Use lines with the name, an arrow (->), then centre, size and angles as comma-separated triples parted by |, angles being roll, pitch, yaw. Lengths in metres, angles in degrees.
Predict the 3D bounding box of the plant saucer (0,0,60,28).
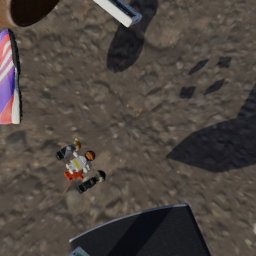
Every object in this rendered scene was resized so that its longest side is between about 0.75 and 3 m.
plant saucer -> -1.925, -3.274, 6.084 | 0.493, 2.865, 2.865 | 39, 82, -3

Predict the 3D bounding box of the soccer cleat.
soccer cleat -> -2.920, -1.190, 6.510 | 0.811, 0.756, 2.216 | -3, 96, -19

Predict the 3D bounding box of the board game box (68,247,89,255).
board game box -> -1.147, 2.728, 4.255 | 0.478, 1.097, 1.487 | 24, 37, 33

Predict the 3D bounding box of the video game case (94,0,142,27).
video game case -> -0.560, -3.066, 6.495 | 1.894, 1.722, 0.221 | 37, 115, -7

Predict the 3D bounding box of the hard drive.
hard drive -> 0.243, 2.620, 5.679 | 2.823, 0.598, 1.904 | -16, 51, -4

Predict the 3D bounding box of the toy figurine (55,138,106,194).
toy figurine -> -0.971, 0.772, 5.812 | 0.653, 0.939, 0.924 | -31, 123, -24
